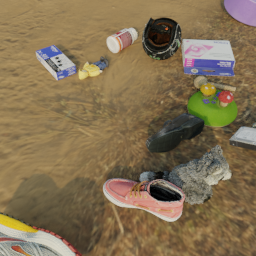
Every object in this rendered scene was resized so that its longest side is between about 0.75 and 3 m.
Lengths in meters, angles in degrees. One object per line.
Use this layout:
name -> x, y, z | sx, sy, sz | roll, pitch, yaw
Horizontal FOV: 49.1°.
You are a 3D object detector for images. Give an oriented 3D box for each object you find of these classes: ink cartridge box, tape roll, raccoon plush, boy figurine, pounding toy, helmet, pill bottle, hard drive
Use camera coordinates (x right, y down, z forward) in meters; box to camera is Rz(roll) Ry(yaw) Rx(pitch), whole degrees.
ink cartridge box -> -3.101, -2.830, 12.010 | 0.909, 0.427, 1.933 | -28, 54, -24
tape roll -> 6.628, -6.711, 14.550 | 2.896, 1.230, 2.896 | 4, 59, -6
raccoon plush -> 1.548, 1.253, 7.584 | 2.393, 1.603, 1.158 | -4, 48, -3
boy figurine -> -1.521, -2.492, 11.702 | 1.433, 0.462, 0.891 | -34, 59, -29
pounding toy -> 3.160, -1.212, 10.136 | 1.785, 1.073, 2.313 | 11, 50, 10
ink cartridge box -> 3.493, -3.137, 12.273 | 2.139, 0.472, 2.179 | 3, 47, 2
helmet -> 1.447, -3.843, 11.999 | 1.837, 1.837, 1.751 | 13, 13, 11
pill bottle -> -0.240, -4.064, 12.872 | 1.380, 0.780, 0.780 | -37, 58, -28
hard drive -> 3.890, 0.342, 8.519 | 1.291, 0.244, 0.902 | 15, 39, 44

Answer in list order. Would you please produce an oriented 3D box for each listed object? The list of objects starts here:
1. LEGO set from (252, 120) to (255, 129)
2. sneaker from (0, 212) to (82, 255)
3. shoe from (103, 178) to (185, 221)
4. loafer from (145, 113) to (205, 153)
LEGO set -> 4.748, 0.711, 8.823 | 1.835, 0.801, 2.825 | 3, 61, 7
sneaker -> -2.210, 3.007, 6.492 | 2.927, 1.139, 1.202 | 10, 53, 21
shoe -> 0.391, 1.711, 7.551 | 2.300, 1.046, 0.822 | 17, 51, 15
loafer -> 1.429, 0.129, 9.195 | 2.286, 0.832, 0.826 | -20, 44, -29
